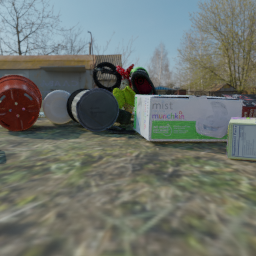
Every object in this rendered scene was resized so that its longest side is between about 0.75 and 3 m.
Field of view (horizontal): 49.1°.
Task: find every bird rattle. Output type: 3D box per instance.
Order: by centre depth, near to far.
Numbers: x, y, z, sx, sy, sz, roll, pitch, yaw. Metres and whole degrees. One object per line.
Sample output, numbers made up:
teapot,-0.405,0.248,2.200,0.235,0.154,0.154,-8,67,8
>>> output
bird rattle,-0.111,-1.537,11.654,1.187,1.718,2.107,-9,51,7

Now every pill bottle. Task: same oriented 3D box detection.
pill bottle,-3.252,-1.039,13.251,1.482,1.482,2.594,-2,7,-15

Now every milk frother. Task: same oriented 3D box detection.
milk frother,-1.089,-1.342,10.971,2.381,2.638,2.481,-4,9,-20

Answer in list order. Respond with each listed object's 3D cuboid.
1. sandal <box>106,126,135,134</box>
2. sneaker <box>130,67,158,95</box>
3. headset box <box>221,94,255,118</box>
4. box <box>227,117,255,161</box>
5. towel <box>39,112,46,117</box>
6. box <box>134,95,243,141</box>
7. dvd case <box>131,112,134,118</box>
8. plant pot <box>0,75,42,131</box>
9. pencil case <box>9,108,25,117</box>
sandal,-0.238,0.055,9.477,1.009,0.216,0.384,4,6,10
sneaker,0.840,-1.157,11.305,1.036,2.699,1.130,-31,13,19
headset box,5.338,-0.848,12.398,2.391,0.897,1.777,-2,24,-11
box,3.068,0.224,6.139,1.617,0.782,1.422,4,8,22
towel,-4.908,-0.758,15.792,0.946,0.266,1.106,-6,10,-35
box,1.688,-0.399,8.666,2.670,1.291,2.356,1,8,-10
dvd case,0.266,-0.628,13.325,2.618,0.209,1.946,9,7,-5
plant pot,-4.270,-0.877,10.700,2.112,2.112,2.054,-3,17,-22
pencil case,-5.711,-0.819,14.590,0.723,0.723,1.653,3,7,20
